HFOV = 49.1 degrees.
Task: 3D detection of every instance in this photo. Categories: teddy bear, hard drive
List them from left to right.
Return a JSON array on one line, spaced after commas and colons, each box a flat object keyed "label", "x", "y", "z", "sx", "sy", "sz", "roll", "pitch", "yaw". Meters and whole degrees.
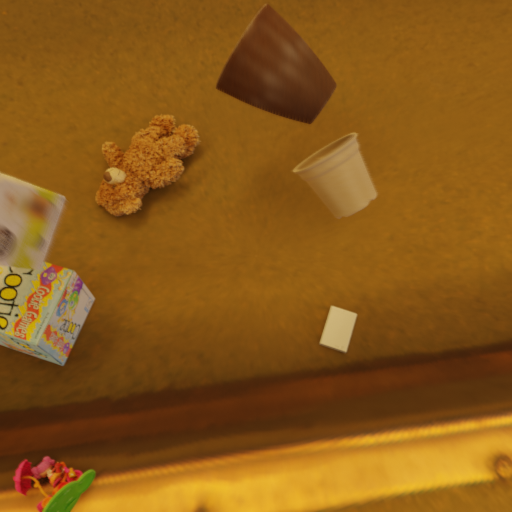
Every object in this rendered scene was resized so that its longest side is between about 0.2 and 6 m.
[{"label": "teddy bear", "x": -2.233, "y": -1.928, "z": 11.172, "sx": 2.489, "sy": 0.831, "sz": 1.804, "roll": -36, "pitch": 68, "yaw": -15}, {"label": "hard drive", "x": 1.477, "y": 1.316, "z": 10.067, "sx": 0.492, "sy": 0.098, "sz": 0.746, "roll": 17, "pitch": 66, "yaw": 8}]

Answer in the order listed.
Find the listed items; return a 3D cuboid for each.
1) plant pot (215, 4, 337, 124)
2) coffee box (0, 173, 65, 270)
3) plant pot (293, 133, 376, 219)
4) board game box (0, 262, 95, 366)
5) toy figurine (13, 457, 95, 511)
[{"label": "plant pot", "x": 0.440, "y": -2.956, "z": 9.186, "sx": 1.646, "sy": 1.539, "sz": 1.539, "roll": 32, "pitch": 68, "yaw": -6}, {"label": "coffee box", "x": -3.673, "y": -0.563, "z": 7.883, "sx": 1.168, "sy": 1.155, "sz": 1.166, "roll": 21, "pitch": 92, "yaw": 27}, {"label": "plant pot", "x": 1.057, "y": -0.955, "z": 7.050, "sx": 0.897, "sy": 0.897, "sz": 0.821, "roll": -36, "pitch": 103, "yaw": -15}, {"label": "board game box", "x": -4.415, "y": 0.713, "z": 9.634, "sx": 2.644, "sy": 1.387, "sz": 1.362, "roll": 17, "pitch": 66, "yaw": 7}, {"label": "toy figurine", "x": -3.277, "y": 3.520, "z": 8.795, "sx": 0.999, "sy": 0.815, "sz": 1.086, "roll": 28, "pitch": 46, "yaw": 22}]
